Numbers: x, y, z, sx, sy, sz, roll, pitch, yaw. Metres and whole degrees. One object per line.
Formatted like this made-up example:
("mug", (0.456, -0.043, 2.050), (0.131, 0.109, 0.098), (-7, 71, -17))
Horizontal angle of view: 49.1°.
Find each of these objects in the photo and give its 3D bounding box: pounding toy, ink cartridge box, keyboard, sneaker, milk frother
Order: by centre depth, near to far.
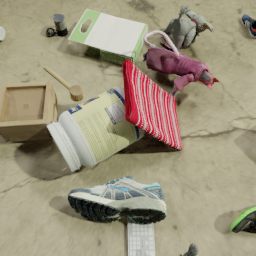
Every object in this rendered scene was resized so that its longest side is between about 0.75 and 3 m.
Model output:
("keyboard", (0.363, 3.556, 7.060), (0.704, 0.133, 2.501), (-1, 61, -1))
("sneaker", (3.503, 2.451, 7.402), (1.657, 0.636, 0.694), (-16, 58, -8))
("sneaker", (-0.289, 1.898, 7.676), (2.642, 1.025, 1.140), (6, 43, 1))
("pounding toy", (-2.630, -0.791, 8.931), (2.497, 1.143, 2.194), (-3, 61, -2))
("ink cartridge box", (-0.718, -3.494, 10.760), (2.568, 0.616, 1.869), (17, 62, 9))
("milk frother", (-2.843, -3.992, 10.979), (0.707, 0.737, 0.783), (40, 68, 21))
("sneaker", (4.998, -4.228, 11.222), (0.485, 0.547, 1.294), (-13, 61, -7))

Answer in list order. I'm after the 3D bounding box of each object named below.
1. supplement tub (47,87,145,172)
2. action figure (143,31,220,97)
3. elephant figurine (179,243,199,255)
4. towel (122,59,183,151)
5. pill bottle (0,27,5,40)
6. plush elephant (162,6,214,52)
("supplement tub", (-0.905, 0.040, 8.117), (2.402, 1.742, 1.742), (-29, 64, -15))
("action figure", (1.929, -2.124, 9.352), (2.625, 1.955, 1.759), (32, 59, 32))
("elephant figurine", (1.162, 3.378, 6.427), (0.991, 1.400, 1.086), (-11, 61, -6))
("towel", (0.777, -0.600, 8.159), (0.307, 2.732, 1.976), (-23, 56, 32))
("pill bottle", (-5.433, -3.777, 10.912), (1.122, 0.641, 0.641), (14, 61, 7))
("plush elephant", (2.307, -3.707, 10.503), (1.383, 1.786, 1.471), (-5, 52, -24))
